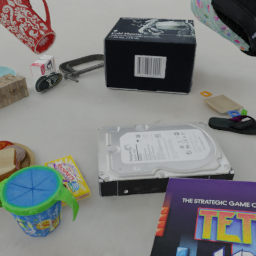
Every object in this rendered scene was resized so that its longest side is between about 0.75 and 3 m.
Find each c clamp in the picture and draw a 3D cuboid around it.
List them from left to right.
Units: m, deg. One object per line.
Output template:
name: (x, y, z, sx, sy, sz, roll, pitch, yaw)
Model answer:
c clamp: (-1.534, -2.330, 10.755, 2.445, 0.331, 2.089, -30, 40, -33)

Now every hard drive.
hard drive: (0.703, 0.595, 6.359, 2.759, 0.522, 1.927, -3, 35, -3)

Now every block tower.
block tower: (-4.221, -0.852, 8.257, 0.732, 0.684, 2.532, 25, 42, 30)

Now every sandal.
sandal: (2.958, -0.130, 7.506, 1.529, 0.366, 0.575, 6, 36, 8)

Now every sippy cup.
sippy cup: (-1.583, 1.339, 4.894, 1.036, 0.967, 1.320, -29, 44, -33)

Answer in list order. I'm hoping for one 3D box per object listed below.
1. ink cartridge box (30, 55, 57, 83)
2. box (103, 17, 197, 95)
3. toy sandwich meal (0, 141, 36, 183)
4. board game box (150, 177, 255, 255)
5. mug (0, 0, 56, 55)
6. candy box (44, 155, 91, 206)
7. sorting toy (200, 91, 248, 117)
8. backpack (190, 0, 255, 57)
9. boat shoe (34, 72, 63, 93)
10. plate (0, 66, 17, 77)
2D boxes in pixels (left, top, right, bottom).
ink cartridge box: (-2.954, -2.040, 9.891, 0.433, 0.743, 1.026, 6, 35, 11)
box: (0.849, -2.681, 9.951, 2.883, 1.787, 2.834, 5, 34, 7)
toy sandwich meal: (-2.939, 0.758, 5.962, 1.998, 0.684, 1.998, 0, 35, 0)
board game box: (1.764, 1.812, 3.722, 2.854, 0.809, 2.359, -1, 37, 21)
mug: (-2.201, -2.373, 6.204, 1.210, 1.074, 0.807, 44, 33, 3)
candy box: (-1.315, 1.079, 5.965, 0.646, 0.167, 1.264, -15, 38, -24)
sorting toy: (2.837, -0.687, 8.445, 0.927, 0.224, 1.646, -12, 37, -24)
backpack: (2.475, -2.733, 6.353, 2.070, 1.728, 1.310, 21, 5, -24)
boat shoe: (-2.672, -1.581, 9.459, 0.404, 0.506, 1.339, 4, 36, 17)
plate: (-4.976, -1.643, 9.751, 2.154, 0.275, 2.154, 0, 36, 0)
